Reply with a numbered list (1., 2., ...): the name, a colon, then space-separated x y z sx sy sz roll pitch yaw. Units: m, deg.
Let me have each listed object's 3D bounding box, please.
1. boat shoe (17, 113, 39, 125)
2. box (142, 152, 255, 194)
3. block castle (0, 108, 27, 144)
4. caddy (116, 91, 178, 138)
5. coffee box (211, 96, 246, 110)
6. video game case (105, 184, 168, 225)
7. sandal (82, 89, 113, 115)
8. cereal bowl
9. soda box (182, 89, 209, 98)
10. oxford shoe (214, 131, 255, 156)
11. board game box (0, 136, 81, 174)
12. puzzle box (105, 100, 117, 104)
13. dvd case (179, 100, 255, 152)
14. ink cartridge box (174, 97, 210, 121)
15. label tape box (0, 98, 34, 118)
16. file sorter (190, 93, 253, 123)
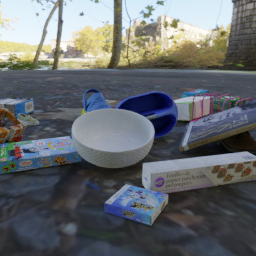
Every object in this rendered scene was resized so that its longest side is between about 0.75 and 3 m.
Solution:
1. boat shoe: -4.161 -0.359 11.579 1.126 0.349 0.406 11 21 24
2. box: 1.697 0.989 6.339 2.753 0.533 0.570 -5 16 -17
3. block castle: -4.038 0.064 8.374 1.188 0.834 1.778 36 16 10
4. caddy: 0.566 -0.391 9.341 2.157 1.525 1.132 -15 12 -6
5. coffee box: 5.280 -1.382 15.154 1.352 0.484 2.200 14 20 42
6. video game case: 0.178 1.427 5.351 0.949 0.216 0.860 8 18 26
7. sandal: -1.309 -0.885 11.856 1.190 1.304 2.994 -5 18 -26
8. cereal bowl: -0.397 0.352 7.516 2.191 0.912 2.191 2 31 -1
9. soda box: 3.880 -1.738 16.020 0.674 0.712 2.100 12 20 38
10. oxford shoe: 3.295 0.243 8.437 0.779 0.905 2.144 -3 17 -19
11. board game box: -2.458 0.688 7.771 2.006 0.367 1.517 -6 16 -23
12. puzzle box: -1.113 -1.556 16.530 0.796 0.101 0.529 9 17 31
13. dvd case: 2.897 -0.153 8.448 2.619 0.209 1.948 -22 13 26
14. ink cartridge box: 2.812 -0.924 12.695 1.366 0.785 2.332 5 15 43
15. label tape box: -5.888 -1.002 13.373 2.179 0.690 1.571 4 16 12
16. file sorter: 3.688 -0.666 11.071 1.385 1.250 1.993 -13 20 -39
